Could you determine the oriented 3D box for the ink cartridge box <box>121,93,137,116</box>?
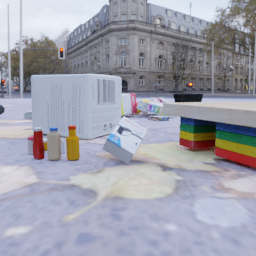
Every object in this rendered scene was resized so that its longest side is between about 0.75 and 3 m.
[{"bbox_3d":[-0.981,-1.107,13.867,1.886,1.084,2.598,0,8,29],"label":"ink cartridge box"}]

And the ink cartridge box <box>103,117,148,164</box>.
[{"bbox_3d":[-0.038,0.208,5.268,0.560,0.323,0.771,30,42,4],"label":"ink cartridge box"}]

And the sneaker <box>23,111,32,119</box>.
[{"bbox_3d":[-4.143,-0.648,13.203,1.322,0.479,0.753,2,5,15],"label":"sneaker"}]

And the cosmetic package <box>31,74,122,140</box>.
[{"bbox_3d":[-1.564,-0.725,8.682,2.174,1.794,1.792,5,8,30],"label":"cosmetic package"}]

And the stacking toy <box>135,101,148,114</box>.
[{"bbox_3d":[0.426,-1.148,15.702,1.528,1.116,1.116,16,8,2],"label":"stacking toy"}]

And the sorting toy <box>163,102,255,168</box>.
[{"bbox_3d":[2.770,0.008,6.102,2.956,1.035,2.974,-3,8,-26],"label":"sorting toy"}]

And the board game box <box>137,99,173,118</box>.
[{"bbox_3d":[1.583,-1.074,14.820,1.780,0.453,2.648,16,10,9],"label":"board game box"}]

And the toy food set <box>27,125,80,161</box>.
[{"bbox_3d":[-1.616,0.241,5.767,0.708,0.667,1.483,-6,10,-39],"label":"toy food set"}]

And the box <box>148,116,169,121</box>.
[{"bbox_3d":[1.376,-0.443,12.720,0.599,0.175,0.876,-3,8,-30],"label":"box"}]

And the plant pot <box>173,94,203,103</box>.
[{"bbox_3d":[3.424,-1.398,16.117,1.318,1.169,1.315,-1,7,-11],"label":"plant pot"}]

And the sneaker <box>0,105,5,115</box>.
[{"bbox_3d":[-6.829,-0.702,12.912,2.119,0.704,0.959,-7,13,-21],"label":"sneaker"}]

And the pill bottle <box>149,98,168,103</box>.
[{"bbox_3d":[1.971,-1.541,18.329,0.867,0.867,1.536,6,9,39],"label":"pill bottle"}]
